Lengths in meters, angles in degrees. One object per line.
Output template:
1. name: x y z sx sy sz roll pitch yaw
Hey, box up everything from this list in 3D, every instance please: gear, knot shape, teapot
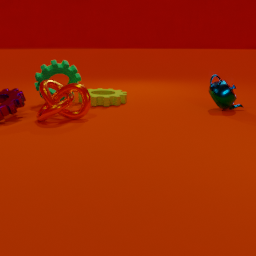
1. gear: -2.529 -1.671 10.151 1.616 1.616 0.299 -8 44 -24
2. gear: -3.898 -0.678 8.305 1.633 0.302 1.633 -8 33 5
3. knot shape: -2.035 -0.893 8.338 1.652 0.763 1.546 -21 54 -17
4. teapot: 3.228 -1.119 9.283 0.789 1.612 1.003 -34 20 25
5. gear: -0.950 -1.184 10.635 1.813 0.335 1.813 2 18 -1
